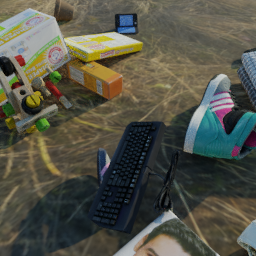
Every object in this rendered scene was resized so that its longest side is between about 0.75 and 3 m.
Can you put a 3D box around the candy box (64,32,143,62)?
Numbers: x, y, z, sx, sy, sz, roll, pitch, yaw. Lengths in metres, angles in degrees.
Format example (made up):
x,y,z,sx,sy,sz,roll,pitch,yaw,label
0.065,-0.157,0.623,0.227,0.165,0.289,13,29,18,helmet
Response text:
x,y,z,sx,sy,sz,roll,pitch,yaw,label
-0.911,-2.985,10.089,1.491,0.385,2.917,33,37,27,candy box

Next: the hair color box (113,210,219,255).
x,y,z,sx,sy,sz,roll,pitch,yaw,label
0.129,2.631,4.207,2.707,0.821,1.340,-30,50,-29,hair color box

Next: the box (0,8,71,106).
x,y,z,sx,sy,sz,roll,pitch,yaw,label
-3.455,-2.197,8.488,1.620,1.459,2.879,31,61,36,box

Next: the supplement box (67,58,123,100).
x,y,z,sx,sy,sz,roll,pitch,yaw,label
-1.085,-1.643,8.947,1.940,0.667,0.646,33,51,28,supplement box

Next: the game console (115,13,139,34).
x,y,z,sx,sy,sz,roll,pitch,yaw,label
-0.055,-4.500,12.076,1.004,0.857,0.594,-3,16,-4,game console

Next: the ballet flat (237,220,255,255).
x,y,z,sx,sy,sz,roll,pitch,yaw,label
2.662,2.627,4.339,0.897,0.897,2.585,-14,40,-14,ballet flat

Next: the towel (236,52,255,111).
x,y,z,sx,sy,sz,roll,pitch,yaw,label
4.901,-1.259,8.169,2.814,1.204,2.330,0,41,2,towel

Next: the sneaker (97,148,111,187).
x,y,z,sx,sy,sz,roll,pitch,yaw,label
-0.335,1.085,6.130,0.628,0.538,1.532,-4,51,-14,sneaker

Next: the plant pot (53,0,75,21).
x,y,z,sx,sy,sz,roll,pitch,yaw,label
-2.922,-5.333,12.807,0.863,0.990,0.990,10,40,-17,plant pot

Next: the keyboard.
x,y,z,sx,sy,sz,roll,pitch,yaw,label
0.267,0.835,5.498,1.572,0.255,2.474,4,53,27,keyboard

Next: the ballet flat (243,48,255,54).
x,y,z,sx,sy,sz,roll,pitch,yaw,label
4.902,-2.915,10.460,1.363,0.463,0.466,-17,37,-18,ballet flat

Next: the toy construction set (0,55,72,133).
x,y,z,sx,sy,sz,roll,pitch,yaw,label
-2.418,-0.562,7.303,1.956,2.123,2.546,45,34,16,toy construction set

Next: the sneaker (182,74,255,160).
x,y,z,sx,sy,sz,roll,pitch,yaw,label
2.669,-0.291,7.037,1.781,1.233,2.949,18,49,21,sneaker
